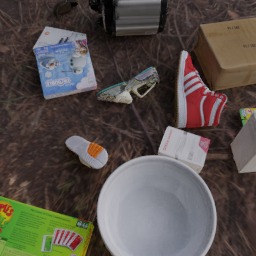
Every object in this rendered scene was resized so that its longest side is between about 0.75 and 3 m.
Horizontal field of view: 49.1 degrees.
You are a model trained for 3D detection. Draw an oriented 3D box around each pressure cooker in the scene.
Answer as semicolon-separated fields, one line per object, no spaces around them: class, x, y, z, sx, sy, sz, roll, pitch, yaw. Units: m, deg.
pressure cooker;-0.048;-4.826;10.690;2.889;2.541;2.581;-3;61;-1

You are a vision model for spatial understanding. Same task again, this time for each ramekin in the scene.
ramekin;0.662;2.267;7.205;2.834;1.487;2.834;0;60;-1

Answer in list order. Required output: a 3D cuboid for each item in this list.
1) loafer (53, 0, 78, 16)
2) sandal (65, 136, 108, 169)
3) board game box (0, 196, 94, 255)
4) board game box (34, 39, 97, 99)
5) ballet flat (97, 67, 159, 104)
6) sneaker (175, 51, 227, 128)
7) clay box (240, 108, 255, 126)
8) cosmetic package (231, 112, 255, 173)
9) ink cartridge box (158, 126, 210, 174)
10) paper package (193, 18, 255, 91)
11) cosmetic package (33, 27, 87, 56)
loafer;-2.678;-5.256;12.117;0.480;0.491;1.345;32;65;17
sandal;-1.239;0.787;8.675;0.692;0.517;1.805;-39;46;-25
board game box;-2.502;2.864;7.322;2.864;0.682;1.455;13;61;8
board game box;-2.234;-2.136;10.070;1.882;0.408;1.873;-13;80;-8
ballet flat;0.107;-1.326;9.715;2.379;0.856;0.856;-28;64;-14
sneaker;2.445;-1.333;9.533;1.649;1.044;2.931;2;67;6
clay box;4.421;-0.252;9.322;1.386;0.330;0.796;0;60;0
cosmetic package;3.705;0.443;7.992;0.820;1.933;1.040;-4;61;-1
ink cartridge box;1.705;0.660;8.656;1.375;0.569;1.007;19;62;11
paper package;3.960;-2.736;10.221;2.445;1.265;2.330;-11;61;-5
cosmetic package;-2.644;-3.264;11.003;1.718;0.444;1.295;13;59;7
